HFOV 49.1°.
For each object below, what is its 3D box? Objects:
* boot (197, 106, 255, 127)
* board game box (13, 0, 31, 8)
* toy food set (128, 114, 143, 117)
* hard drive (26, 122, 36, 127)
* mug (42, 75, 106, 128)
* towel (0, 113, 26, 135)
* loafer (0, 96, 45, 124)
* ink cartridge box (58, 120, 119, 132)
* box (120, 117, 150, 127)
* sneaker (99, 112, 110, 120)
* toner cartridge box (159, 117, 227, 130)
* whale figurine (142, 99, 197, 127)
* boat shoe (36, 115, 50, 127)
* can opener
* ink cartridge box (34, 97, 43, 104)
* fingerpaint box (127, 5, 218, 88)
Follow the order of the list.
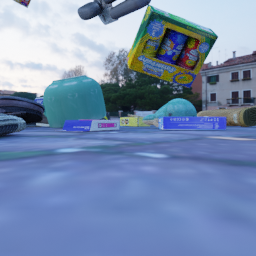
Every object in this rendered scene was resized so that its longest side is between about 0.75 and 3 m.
[{"bbox_3d":[4.319,-0.478,10.784,2.375,0.897,2.711,0,0,-19],"label":"boot"},{"bbox_3d":[-2.086,-2.456,4.646,0.982,0.227,0.744,20,33,-31],"label":"board game box"},{"bbox_3d":[0.929,-0.292,12.204,1.732,0.273,1.101,10,-1,25],"label":"toy food set"},{"bbox_3d":[-4.076,-0.184,8.056,1.583,0.373,2.268,1,2,43],"label":"hard drive"},{"bbox_3d":[-1.839,-0.852,8.591,2.167,1.340,1.780,-8,13,4],"label":"mug"},{"bbox_3d":[-2.409,-0.085,2.841,2.282,0.394,2.197,-1,1,-8],"label":"towel"},{"bbox_3d":[-3.359,-0.246,6.692,2.644,0.833,0.950,4,-32,-26],"label":"loafer"},{"bbox_3d":[-0.752,-0.047,5.509,0.635,0.249,1.340,1,4,26],"label":"ink cartridge box"},{"bbox_3d":[0.263,-0.252,11.433,0.570,0.379,1.514,-1,1,-29],"label":"box"},{"bbox_3d":[-1.359,-0.466,13.354,0.649,0.738,1.744,0,1,20],"label":"sneaker"},{"bbox_3d":[1.388,-0.102,6.163,1.350,0.291,0.641,0,0,-2],"label":"toner cartridge box"},{"bbox_3d":[1.063,-0.354,7.235,1.156,0.754,1.453,-1,0,-45],"label":"whale figurine"},{"bbox_3d":[-2.861,-0.391,10.006,2.367,0.713,0.844,0,1,19],"label":"boat shoe"},{"bbox_3d":[-0.415,-2.989,6.913,0.968,0.766,2.912,-37,24,-16],"label":"can opener"},{"bbox_3d":[-2.362,-0.478,11.031,2.086,0.460,2.124,0,-32,41],"label":"ink cartridge box"},{"bbox_3d":[1.584,-2.964,10.477,2.654,2.214,0.973,15,34,-16],"label":"fingerpaint box"}]
